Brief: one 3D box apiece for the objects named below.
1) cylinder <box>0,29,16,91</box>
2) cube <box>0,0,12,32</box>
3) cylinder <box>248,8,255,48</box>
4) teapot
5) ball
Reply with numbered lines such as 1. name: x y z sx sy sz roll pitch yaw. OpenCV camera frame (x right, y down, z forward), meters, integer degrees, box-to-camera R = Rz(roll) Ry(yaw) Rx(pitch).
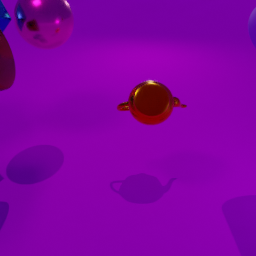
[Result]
1. cylinder: -2.994 -1.206 5.060 1.349 1.349 1.349 -12 33 6
2. cube: -3.405 -2.487 6.094 1.015 1.015 1.015 -20 77 -57
3. cylinder: 3.100 -2.027 4.865 1.400 1.400 1.400 2 76 -8
4. teapot: 0.550 -0.508 6.202 1.613 0.790 1.003 -4 76 0
5. ball: -1.987 -2.579 6.674 1.375 1.375 1.375 0 33 0
